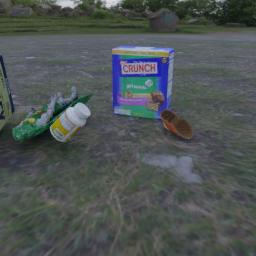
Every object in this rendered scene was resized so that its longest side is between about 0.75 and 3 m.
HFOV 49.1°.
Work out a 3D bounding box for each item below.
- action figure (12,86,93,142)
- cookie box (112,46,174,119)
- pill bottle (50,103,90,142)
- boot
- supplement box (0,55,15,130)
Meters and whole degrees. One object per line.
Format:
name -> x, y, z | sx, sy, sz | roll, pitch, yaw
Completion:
action figure -> -2.285, -0.400, 7.936 | 1.696, 0.785, 2.871 | -20, 19, 24
cookie box -> 0.468, -1.483, 9.115 | 1.848, 2.161, 0.812 | 7, 24, 17
pill bottle -> -1.417, -0.155, 6.971 | 1.009, 0.560, 0.560 | -40, 10, 22
boot -> 1.378, -0.021, 7.819 | 0.417, 0.596, 1.111 | -39, 60, -12
supplement box -> -4.739, -0.600, 7.017 | 2.679, 1.799, 2.677 | -1, 30, -2
